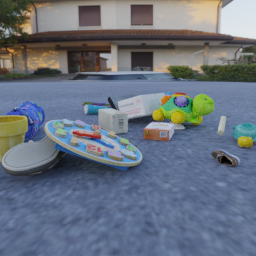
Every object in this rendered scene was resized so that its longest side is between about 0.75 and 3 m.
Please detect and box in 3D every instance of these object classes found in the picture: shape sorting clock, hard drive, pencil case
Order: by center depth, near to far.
[{"bbox_3d":[-0.868,0.310,7.465,2.678,0.525,2.678,21,15,-6],"label":"shape sorting clock"},{"bbox_3d":[-3.801,-0.296,10.306,1.122,1.249,2.876,-3,12,-9],"label":"pencil case"},{"bbox_3d":[-0.049,-1.119,14.350,1.830,1.277,0.301,-13,-23,-45],"label":"hard drive"}]

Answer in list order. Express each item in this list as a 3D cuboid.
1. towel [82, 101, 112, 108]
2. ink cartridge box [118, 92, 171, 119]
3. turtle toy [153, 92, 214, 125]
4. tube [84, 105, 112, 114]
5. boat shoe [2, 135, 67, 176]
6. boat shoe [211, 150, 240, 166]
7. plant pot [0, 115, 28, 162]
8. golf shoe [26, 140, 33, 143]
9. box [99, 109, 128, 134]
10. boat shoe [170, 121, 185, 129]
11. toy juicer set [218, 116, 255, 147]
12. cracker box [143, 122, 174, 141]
[{"bbox_3d":[-1.163,-1.345,16.558,2.632,0.300,1.890,5,4,24],"label":"towel"},{"bbox_3d":[0.696,-1.025,13.326,1.606,0.946,2.789,-11,1,45],"label":"ink cartridge box"},{"bbox_3d":[2.420,-0.829,11.914,2.606,1.317,1.899,10,6,44],"label":"turtle toy"},{"bbox_3d":[-1.419,-1.004,15.432,1.962,0.495,0.760,-1,11,-30],"label":"tube"},{"bbox_3d":[-2.171,0.728,7.194,0.926,0.789,2.769,23,21,8],"label":"boat shoe"},{"bbox_3d":[2.545,0.794,7.513,0.311,0.310,0.858,-11,16,-34],"label":"boat shoe"},{"bbox_3d":[-3.407,0.297,7.819,1.211,1.139,1.211,0,13,0],"label":"plant pot"},{"bbox_3d":[-2.774,0.653,8.132,0.480,0.379,1.043,10,16,-18],"label":"golf shoe"},{"bbox_3d":[-0.639,-0.310,11.369,0.657,0.803,1.691,-5,14,-23],"label":"box"},{"bbox_3d":[2.057,-0.140,11.757,0.315,0.300,0.876,-5,13,-23],"label":"boat shoe"},{"bbox_3d":[3.899,0.283,9.430,2.265,0.616,1.441,18,37,39],"label":"toy juicer set"},{"bbox_3d":[1.178,0.104,10.412,0.927,0.399,1.383,4,12,16],"label":"cracker box"}]
